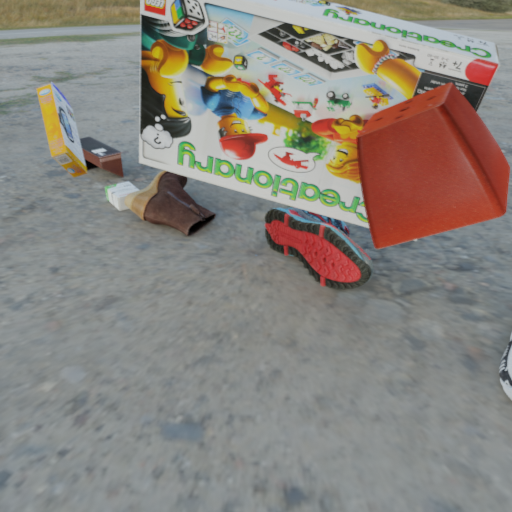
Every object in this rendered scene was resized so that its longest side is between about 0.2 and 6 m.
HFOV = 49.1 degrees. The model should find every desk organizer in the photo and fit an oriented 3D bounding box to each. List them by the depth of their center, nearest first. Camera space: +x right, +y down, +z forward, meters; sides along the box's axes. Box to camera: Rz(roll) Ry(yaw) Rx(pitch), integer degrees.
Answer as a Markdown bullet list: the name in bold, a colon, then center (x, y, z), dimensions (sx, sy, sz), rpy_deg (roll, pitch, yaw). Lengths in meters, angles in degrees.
- **desk organizer**: center (-4.213, -2.552, 14.734), dimensions (0.648, 0.696, 1.807), rpy_deg (-23, 36, -35)

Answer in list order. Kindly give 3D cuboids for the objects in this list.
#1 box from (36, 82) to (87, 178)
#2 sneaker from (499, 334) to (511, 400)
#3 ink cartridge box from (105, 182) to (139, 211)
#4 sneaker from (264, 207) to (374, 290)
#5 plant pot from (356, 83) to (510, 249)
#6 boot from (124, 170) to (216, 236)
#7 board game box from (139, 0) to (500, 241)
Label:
- **box**: center (-3.795, -2.501, 10.920), dimensions (0.355, 1.018, 1.710), rpy_deg (-20, 74, 0)
- **sneaker**: center (4.068, 0.787, 7.549), dimensions (1.111, 1.699, 2.956), rpy_deg (13, 31, 22)
- **ink cartridge box**: center (-3.052, -1.384, 12.955), dimensions (0.609, 0.351, 0.834), rpy_deg (-17, 33, -28)
- **sneaker**: center (1.339, -0.352, 10.316), dimensions (1.314, 1.091, 2.752), rpy_deg (-15, 32, -28)
- **plant pot**: center (2.262, -1.298, 7.495), dimensions (1.703, 1.501, 1.702), rpy_deg (-16, 21, 32)
- **boot**: center (-1.647, -1.151, 12.414), dimensions (1.764, 0.767, 2.120), rpy_deg (24, 34, 17)
- **board game box**: center (0.653, -2.327, 8.925), dimensions (5.105, 3.223, 0.884), rpy_deg (16, 43, 5)
